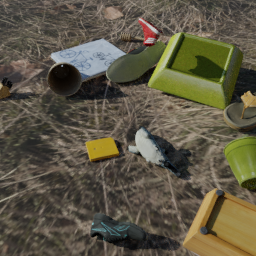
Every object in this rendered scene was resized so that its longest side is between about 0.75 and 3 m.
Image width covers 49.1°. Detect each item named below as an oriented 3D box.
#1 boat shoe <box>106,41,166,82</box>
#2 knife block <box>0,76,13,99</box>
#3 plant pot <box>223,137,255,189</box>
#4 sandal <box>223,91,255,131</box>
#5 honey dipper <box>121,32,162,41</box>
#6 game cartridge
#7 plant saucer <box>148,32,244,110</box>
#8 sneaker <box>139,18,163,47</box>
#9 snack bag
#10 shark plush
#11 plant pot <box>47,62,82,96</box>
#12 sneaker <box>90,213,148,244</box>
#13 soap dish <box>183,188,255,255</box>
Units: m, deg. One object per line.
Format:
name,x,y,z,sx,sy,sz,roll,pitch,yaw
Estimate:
boat shoe,0.283,-2.602,11.278,2.843,1.040,0.891,-33,16,-20
knife block,-4.529,-1.446,10.049,0.790,0.694,0.253,-28,47,-28
plant pot,3.101,0.954,7.166,1.084,1.084,1.043,1,53,1
sandal,4.270,-0.846,9.258,2.875,0.776,1.155,-26,47,-20
honey dipper,0.650,-4.342,13.638,2.008,0.381,0.381,10,42,7
game cartridge,-0.757,0.608,8.151,0.838,0.136,0.739,-10,42,-14
plant saucer,2.623,-2.384,10.352,2.976,0.713,2.972,19,60,13
sneaker,0.586,-3.154,9.311,0.464,0.685,1.185,10,32,-39
snack bag,-1.513,-3.007,12.131,2.848,0.305,2.685,-27,49,-27
shark plush,0.852,0.592,7.824,0.785,0.856,1.884,2,24,-48
plant pot,-2.424,-1.973,10.422,1.208,1.208,1.290,-12,30,-14
sneaker,-0.211,2.279,6.053,1.308,0.493,0.519,8,51,22
soap dish,2.333,2.227,5.788,1.950,0.792,1.534,23,46,23
